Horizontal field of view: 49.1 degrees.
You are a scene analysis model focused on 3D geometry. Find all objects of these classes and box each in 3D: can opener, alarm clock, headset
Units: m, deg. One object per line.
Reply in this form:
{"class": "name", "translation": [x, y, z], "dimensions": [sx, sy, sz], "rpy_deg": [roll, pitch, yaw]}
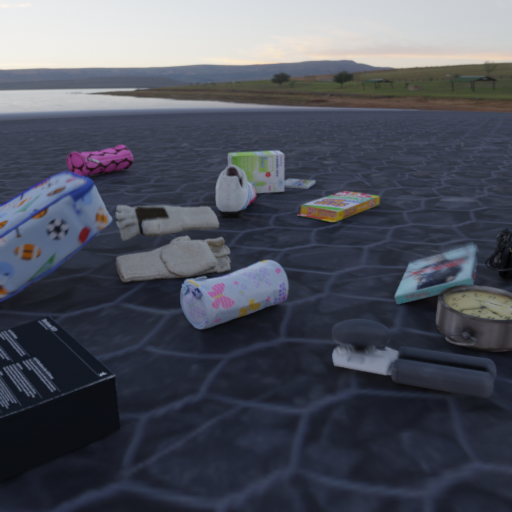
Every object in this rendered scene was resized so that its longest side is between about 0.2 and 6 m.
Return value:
{"class": "can opener", "translation": [1.796, 1.173, 6.641], "dimensions": [1.913, 0.640, 0.510], "rpy_deg": [4, 28, 29]}
{"class": "alarm clock", "translation": [3.007, 0.907, 7.589], "dimensions": [1.220, 0.602, 1.808], "rpy_deg": [15, 21, 36]}
{"class": "headset", "translation": [4.721, 0.038, 9.587], "dimensions": [2.032, 0.955, 1.255], "rpy_deg": [2, 15, -30]}

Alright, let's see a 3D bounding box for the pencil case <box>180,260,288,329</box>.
{"class": "pencil case", "translation": [-0.313, 0.554, 8.444], "dimensions": [1.672, 0.695, 0.759], "rpy_deg": [-13, 50, -36]}

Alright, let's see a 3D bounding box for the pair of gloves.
{"class": "pair of gloves", "translation": [-1.635, -0.354, 10.772], "dimensions": [2.103, 0.434, 2.473], "rpy_deg": [-3, 35, -13]}

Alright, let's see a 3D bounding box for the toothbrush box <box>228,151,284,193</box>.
{"class": "toothbrush box", "translation": [-0.003, -2.472, 16.584], "dimensions": [1.572, 1.145, 0.677], "rpy_deg": [-4, 19, -13]}

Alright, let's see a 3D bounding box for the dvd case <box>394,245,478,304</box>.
{"class": "dvd case", "translation": [3.031, 0.287, 9.325], "dimensions": [1.227, 0.185, 1.681], "rpy_deg": [-18, 9, 29]}

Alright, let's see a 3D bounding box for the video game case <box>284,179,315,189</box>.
{"class": "video game case", "translation": [1.304, -2.259, 17.562], "dimensions": [0.890, 0.108, 0.977], "rpy_deg": [7, 19, 19]}

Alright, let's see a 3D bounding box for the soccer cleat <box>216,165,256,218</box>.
{"class": "soccer cleat", "translation": [-0.499, -1.865, 14.736], "dimensions": [0.970, 1.199, 2.778], "rpy_deg": [1, 18, 2]}

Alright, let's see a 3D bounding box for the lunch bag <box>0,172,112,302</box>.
{"class": "lunch bag", "translation": [-3.966, -0.377, 9.420], "dimensions": [2.794, 1.056, 2.239], "rpy_deg": [-35, 31, -21]}

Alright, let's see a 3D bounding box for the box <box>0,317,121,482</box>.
{"class": "box", "translation": [-2.447, 1.405, 5.977], "dimensions": [1.284, 0.718, 1.820], "rpy_deg": [-18, 26, -35]}

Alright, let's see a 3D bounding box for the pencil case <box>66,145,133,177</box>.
{"class": "pencil case", "translation": [-5.231, -3.234, 19.081], "dimensions": [1.060, 1.027, 2.262], "rpy_deg": [-29, 0, 39]}

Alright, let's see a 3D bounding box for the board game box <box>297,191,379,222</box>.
{"class": "board game box", "translation": [2.147, -1.292, 14.492], "dimensions": [1.109, 0.348, 2.322], "rpy_deg": [14, 26, 37]}
